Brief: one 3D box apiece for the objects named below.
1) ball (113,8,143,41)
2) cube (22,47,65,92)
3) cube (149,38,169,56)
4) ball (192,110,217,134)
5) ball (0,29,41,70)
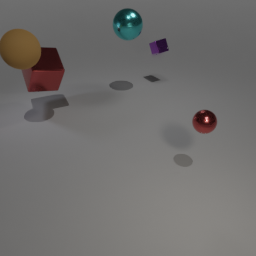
[{"bbox_3d":[-0.011,-4.762,12.912,1.400,1.400,1.400,0,30,0],"label":"ball"},{"bbox_3d":[-3.800,-2.587,12.430,1.400,1.400,1.400,-9,62,-32],"label":"cube"},{"bbox_3d":[1.690,-4.408,15.262,0.700,0.700,0.700,-23,14,-22],"label":"cube"},{"bbox_3d":[2.209,-0.181,8.075,0.700,0.700,0.700,0,30,0],"label":"ball"},{"bbox_3d":[-3.821,-2.789,9.950,1.400,1.400,1.400,0,30,0],"label":"ball"}]
